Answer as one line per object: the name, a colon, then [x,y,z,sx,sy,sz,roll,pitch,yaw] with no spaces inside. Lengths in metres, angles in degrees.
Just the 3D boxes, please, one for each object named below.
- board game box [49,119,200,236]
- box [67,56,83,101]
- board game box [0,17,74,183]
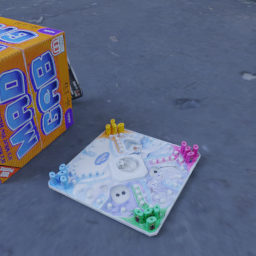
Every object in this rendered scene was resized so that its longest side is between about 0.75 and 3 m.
board game box: [-0.002,0.919,7.021,2.882,0.373,2.881,17,39,25]
box: [-2.390,-1.610,9.449,1.267,1.600,0.387,-17,34,2]
board game box: [-3.601,-0.985,7.451,2.947,2.945,2.945,19,41,21]
